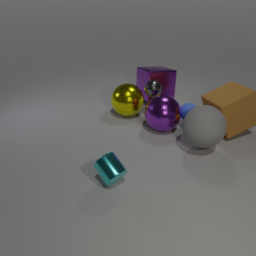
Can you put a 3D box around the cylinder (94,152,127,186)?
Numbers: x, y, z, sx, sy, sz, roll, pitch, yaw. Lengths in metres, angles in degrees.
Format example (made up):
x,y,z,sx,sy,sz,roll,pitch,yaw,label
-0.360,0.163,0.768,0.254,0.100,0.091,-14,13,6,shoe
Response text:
x,y,z,sx,sy,sz,roll,pitch,yaw,label
-0.495,1.152,7.909,0.700,0.700,0.700,-24,67,-36,cylinder

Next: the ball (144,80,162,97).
x,y,z,sx,sy,sz,roll,pitch,yaw,label
1.015,-1.596,11.350,0.700,0.700,0.700,0,29,0,ball

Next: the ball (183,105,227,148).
x,y,z,sx,sy,sz,roll,pitch,yaw,label
2.520,-0.053,9.254,1.400,1.400,1.400,0,29,0,ball

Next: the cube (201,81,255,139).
x,y,z,sx,sy,sz,roll,pitch,yaw,label
3.825,-0.703,10.489,1.400,1.400,1.400,-26,27,-5,cube

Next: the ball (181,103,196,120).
x,y,z,sx,sy,sz,roll,pitch,yaw,label
2.357,-0.627,10.925,0.700,0.700,0.700,0,29,0,ball

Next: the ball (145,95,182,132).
x,y,z,sx,sy,sz,roll,pitch,yaw,label
1.340,-0.561,10.724,1.400,1.400,1.400,0,29,0,ball

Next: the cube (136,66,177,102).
x,y,z,sx,sy,sz,roll,pitch,yaw,label
1.299,-2.109,13.232,1.400,1.400,1.400,-6,22,-22,cube

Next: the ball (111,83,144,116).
x,y,z,sx,sy,sz,roll,pitch,yaw,label
-0.023,-1.190,11.872,1.400,1.400,1.400,0,29,0,ball
